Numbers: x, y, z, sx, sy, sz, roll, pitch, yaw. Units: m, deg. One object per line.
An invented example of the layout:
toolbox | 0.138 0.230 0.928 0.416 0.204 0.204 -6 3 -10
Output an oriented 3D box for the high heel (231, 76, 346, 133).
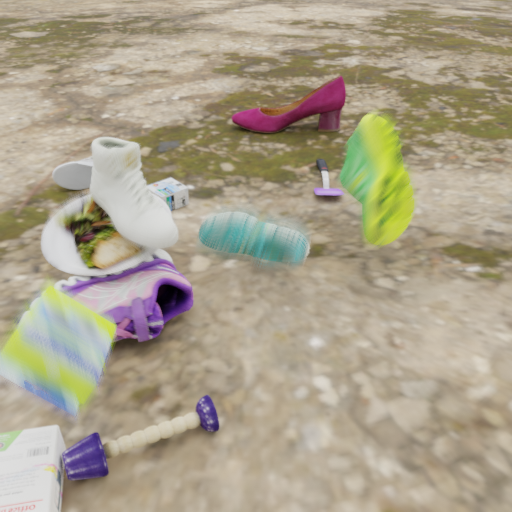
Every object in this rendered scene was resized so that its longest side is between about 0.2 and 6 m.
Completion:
high heel | 0.853 -4.140 15.076 3.048 1.465 1.028 -2 33 -2

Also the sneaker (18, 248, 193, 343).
sneaker | -1.966 0.819 7.911 1.204 1.095 2.723 29 43 33

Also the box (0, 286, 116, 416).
box | -1.907 0.865 5.487 0.864 0.338 1.417 35 11 -15

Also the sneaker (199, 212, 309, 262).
sneaker | -0.048 -0.277 8.873 1.806 0.700 0.719 9 11 6

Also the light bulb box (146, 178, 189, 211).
light bulb box | -1.857 -1.255 11.651 0.660 0.412 0.654 -26 41 -34

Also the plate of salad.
plate of salad | -2.233 -0.473 8.301 1.951 0.468 1.951 -4 44 4

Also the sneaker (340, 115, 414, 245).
sneaker | 2.011 -1.212 9.525 0.901 1.016 2.432 14 61 -23

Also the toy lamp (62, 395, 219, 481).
toy lamp | -1.309 2.111 6.462 1.762 0.513 0.513 -15 36 -21

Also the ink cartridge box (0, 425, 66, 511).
ink cartridge box | -2.489 2.519 5.844 0.824 0.474 1.408 -6 34 -9

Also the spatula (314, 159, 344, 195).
spatula | 1.555 -1.771 12.613 0.619 0.225 2.190 2 33 0

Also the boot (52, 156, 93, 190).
boot | -3.745 -1.936 12.625 1.725 0.634 0.824 -10 27 -27

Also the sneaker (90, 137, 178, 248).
sneaker | -1.734 -0.947 7.724 1.832 1.059 0.675 38 46 28
